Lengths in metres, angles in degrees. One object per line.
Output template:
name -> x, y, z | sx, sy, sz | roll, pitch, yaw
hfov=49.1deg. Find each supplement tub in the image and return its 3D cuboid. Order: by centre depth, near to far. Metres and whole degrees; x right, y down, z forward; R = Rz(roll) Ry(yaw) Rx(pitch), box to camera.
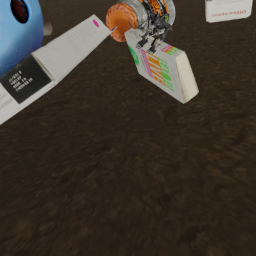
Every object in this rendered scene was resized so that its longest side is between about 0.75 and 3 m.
supplement tub -> 0.408, -3.450, 8.768 | 1.338, 1.338, 2.183 | 22, 39, 31

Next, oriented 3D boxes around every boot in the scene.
boot -> -2.426, -4.043, 8.475 | 1.670, 2.557, 0.866 | 0, 42, 17

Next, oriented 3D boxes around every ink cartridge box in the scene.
ink cartridge box -> -1.174, -1.154, 4.691 | 1.395, 0.546, 2.947 | -27, 20, 27
ink cartridge box -> 2.692, -3.817, 7.500 | 1.217, 1.657, 0.687 | -3, 55, 13

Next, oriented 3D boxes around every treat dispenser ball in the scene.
treat dispenser ball -> -2.993, -1.963, 5.155 | 2.744, 2.744, 2.744 | 0, 32, 0

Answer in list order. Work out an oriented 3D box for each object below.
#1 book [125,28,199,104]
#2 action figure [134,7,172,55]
book -> 0.732, -1.527, 6.582 | 0.457, 1.270, 1.901 | -38, 45, -10
action figure -> 0.421, -1.624, 4.853 | 0.553, 0.930, 0.475 | 34, 69, 3
